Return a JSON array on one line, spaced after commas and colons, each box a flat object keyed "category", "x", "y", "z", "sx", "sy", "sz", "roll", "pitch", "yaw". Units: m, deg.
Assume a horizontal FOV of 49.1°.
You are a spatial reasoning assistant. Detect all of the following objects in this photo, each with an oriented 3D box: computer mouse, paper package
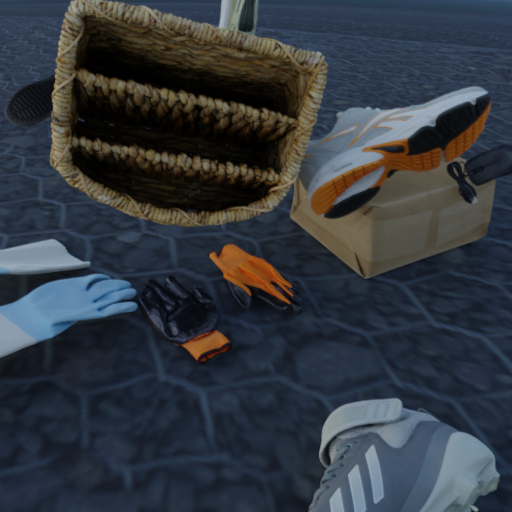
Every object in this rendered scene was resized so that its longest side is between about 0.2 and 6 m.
[{"category": "computer mouse", "x": 4.022, "y": -1.513, "z": 9.682, "sx": 1.212, "sy": 0.839, "sz": 0.320, "roll": -28, "pitch": -9, "yaw": 12}, {"category": "paper package", "x": 2.620, "y": -1.185, "z": 11.298, "sx": 3.006, "sy": 1.555, "sz": 2.865, "roll": -17, "pitch": 36, "yaw": -24}]

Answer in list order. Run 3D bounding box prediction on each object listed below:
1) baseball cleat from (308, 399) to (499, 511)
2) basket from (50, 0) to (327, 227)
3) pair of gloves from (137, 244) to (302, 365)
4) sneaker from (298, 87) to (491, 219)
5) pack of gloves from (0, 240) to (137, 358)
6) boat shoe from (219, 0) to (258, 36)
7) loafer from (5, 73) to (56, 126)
[{"category": "baseball cleat", "x": 0.951, "y": 2.626, "z": 5.883, "sx": 3.472, "sy": 1.211, "sz": 1.848, "roll": -12, "pitch": 28, "yaw": -35}, {"category": "basket", "x": -1.082, "y": -1.692, "z": 8.000, "sx": 3.454, "sy": 2.465, "sz": 2.573, "roll": 9, "pitch": -3, "yaw": -16}, {"category": "pair of gloves", "x": -0.605, "y": 0.722, "z": 9.481, "sx": 2.522, "sy": 0.312, "sz": 2.247, "roll": -26, "pitch": 42, "yaw": -30}, {"category": "sneaker", "x": 2.141, "y": -2.075, "z": 9.268, "sx": 3.419, "sy": 1.294, "sz": 1.573, "roll": -26, "pitch": 55, "yaw": -2}, {"category": "pack of gloves", "x": -3.959, "y": 0.350, "z": 8.792, "sx": 3.184, "sy": 0.748, "sz": 3.789, "roll": 22, "pitch": 24, "yaw": 32}, {"category": "boat shoe", "x": -0.355, "y": -4.469, "z": 11.207, "sx": 0.739, "sy": 2.053, "sz": 0.637, "roll": -23, "pitch": 45, "yaw": -29}, {"category": "loafer", "x": -3.981, "y": -3.081, "z": 10.925, "sx": 1.919, "sy": 0.701, "sz": 0.681, "roll": -40, "pitch": 9, "yaw": -23}]
